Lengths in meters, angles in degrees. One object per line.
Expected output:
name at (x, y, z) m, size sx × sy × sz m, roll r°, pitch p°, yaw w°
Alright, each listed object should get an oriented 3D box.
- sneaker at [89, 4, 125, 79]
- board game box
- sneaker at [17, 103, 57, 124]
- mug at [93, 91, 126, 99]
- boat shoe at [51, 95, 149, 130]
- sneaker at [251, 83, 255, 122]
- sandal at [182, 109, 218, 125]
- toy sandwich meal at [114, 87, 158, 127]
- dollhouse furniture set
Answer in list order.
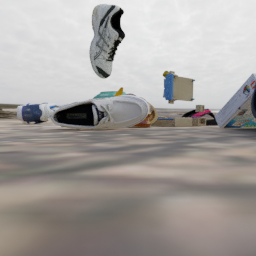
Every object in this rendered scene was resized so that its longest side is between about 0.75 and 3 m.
sneaker at (-0.695, -3.139, 10.280) m, size 1.177 × 2.684 × 1.015 m, roll 9°, pitch 18°, yaw 27°
board game box at (3.564, -0.584, 6.791) m, size 2.456 × 0.425 × 1.551 m, roll -1°, pitch -34°, yaw -21°
sneaker at (-4.078, -0.703, 13.241) m, size 1.780 × 0.980 × 2.431 m, roll -2°, pitch 4°, yaw -8°
mug at (-0.661, -0.638, 9.395) m, size 1.830 × 1.131 × 1.504 m, roll 0°, pitch 2°, yaw -6°
boat shoe at (-0.622, -0.331, 6.245) m, size 2.183 × 0.785 × 0.717 m, roll 0°, pitch 8°, yaw 3°
sneaker at (2.693, -0.495, 4.859) m, size 1.177 × 1.163 × 2.965 m, roll 7°, pitch -7°, yaw 39°
sandal at (2.428, -0.406, 10.243) m, size 2.727 × 0.615 × 1.024 m, roll 0°, pitch 2°, yaw -8°
toy sandwich meal at (0.151, -0.624, 8.071) m, size 1.700 × 0.582 × 1.700 m, roll 10°, pitch 36°, yaw -7°
dollhouse furniture set at (1.617, -0.931, 9.218) m, size 1.648 × 1.745 × 1.139 m, roll -1°, pitch 3°, yaw -36°
